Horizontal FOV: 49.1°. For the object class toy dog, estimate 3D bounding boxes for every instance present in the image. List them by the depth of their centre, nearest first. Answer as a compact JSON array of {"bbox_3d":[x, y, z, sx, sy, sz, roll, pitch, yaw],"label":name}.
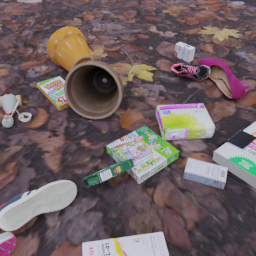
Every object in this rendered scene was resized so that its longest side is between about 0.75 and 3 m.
[{"bbox_3d":[-4.274,-0.829,10.070,1.113,0.813,1.687,-24,46,-25],"label":"toy dog"}]

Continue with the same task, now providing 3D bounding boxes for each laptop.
[{"bbox_3d":[3.418,0.442,8.815,0.780,0.833,0.483,-28,77,-28],"label":"laptop"}]

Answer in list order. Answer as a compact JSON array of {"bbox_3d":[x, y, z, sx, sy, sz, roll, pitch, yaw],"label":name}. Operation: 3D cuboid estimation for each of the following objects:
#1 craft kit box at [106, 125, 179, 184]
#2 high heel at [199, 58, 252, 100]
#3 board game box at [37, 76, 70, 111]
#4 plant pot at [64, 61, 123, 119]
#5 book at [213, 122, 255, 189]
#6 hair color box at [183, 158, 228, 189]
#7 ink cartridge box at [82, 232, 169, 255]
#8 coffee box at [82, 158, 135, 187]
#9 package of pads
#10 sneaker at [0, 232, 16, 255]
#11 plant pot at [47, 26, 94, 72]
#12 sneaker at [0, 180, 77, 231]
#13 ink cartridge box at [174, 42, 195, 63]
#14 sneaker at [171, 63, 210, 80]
[{"bbox_3d":[0.438,0.745,8.617,1.619,0.393,1.599,-28,51,-28],"label":"craft kit box"},{"bbox_3d":[3.681,-2.080,11.427,1.264,0.887,2.630,-22,47,-34],"label":"high heel"},{"bbox_3d":[-2.802,-1.480,11.252,1.037,0.325,2.170,-26,44,-28],"label":"board game box"},{"bbox_3d":[-1.042,-1.563,10.275,2.058,2.058,1.795,8,25,9],"label":"plant pot"},{"bbox_3d":[4.253,0.682,8.556,2.833,0.681,1.892,-29,45,-27],"label":"book"},{"bbox_3d":[2.200,1.279,7.970,1.135,0.344,0.562,13,48,15],"label":"hair color box"},{"bbox_3d":[-0.011,2.973,5.723,1.770,0.758,1.306,-5,41,-8],"label":"ink cartridge box"},{"bbox_3d":[-0.500,1.191,7.492,1.259,0.774,0.277,-19,85,-45],"label":"coffee box"},{"bbox_3d":[1.921,-0.223,9.533,1.758,0.599,1.358,-4,41,-4],"label":"package of pads"},{"bbox_3d":[-3.416,2.715,6.006,1.906,0.775,0.841,-22,48,-25],"label":"sneaker"},{"bbox_3d":[-2.362,-3.188,12.268,1.799,1.799,1.647,-26,63,-27],"label":"plant pot"},{"bbox_3d":[-2.329,1.827,7.114,2.052,0.769,0.867,-16,10,-38],"label":"sneaker"},{"bbox_3d":[2.714,-3.642,13.434,0.379,0.672,0.916,-32,51,-33],"label":"ink cartridge box"},{"bbox_3d":[2.566,-2.410,11.729,1.698,0.671,0.810,14,7,35],"label":"sneaker"}]
